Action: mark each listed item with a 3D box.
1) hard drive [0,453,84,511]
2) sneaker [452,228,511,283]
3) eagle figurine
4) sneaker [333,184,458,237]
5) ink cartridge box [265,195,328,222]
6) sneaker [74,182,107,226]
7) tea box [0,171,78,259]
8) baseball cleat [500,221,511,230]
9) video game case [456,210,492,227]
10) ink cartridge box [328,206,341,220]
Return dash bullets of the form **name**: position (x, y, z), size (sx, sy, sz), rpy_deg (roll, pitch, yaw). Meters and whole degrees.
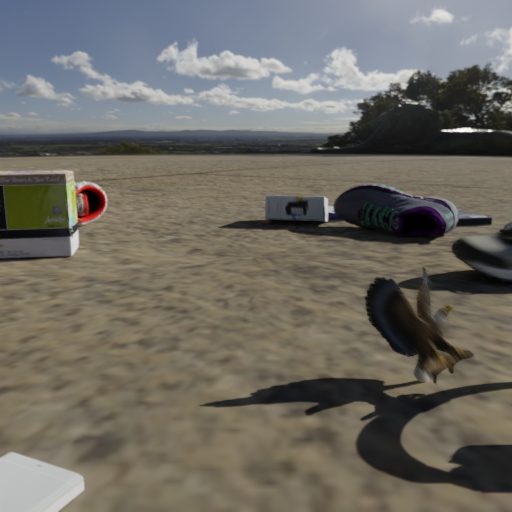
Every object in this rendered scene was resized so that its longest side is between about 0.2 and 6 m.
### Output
- **hard drive**: position (-1.332, 1.256, 2.692), size (0.553, 0.110, 0.839), rpy_deg (6, 13, 24)
- **sneaker**: position (3.722, -0.218, 7.227), size (2.462, 0.976, 0.910), rpy_deg (-3, 22, -6)
- **eagle figurine**: position (1.239, 0.506, 4.192), size (0.780, 0.589, 0.592), rpy_deg (56, 10, 34)
- **sneaker**: position (2.437, -0.807, 10.354), size (2.366, 0.880, 1.035), rpy_deg (8, 20, 29)
- **ink cartridge box**: position (0.854, -0.974, 11.563), size (1.206, 0.500, 0.879), rpy_deg (2, 3, 11)
- **sneaker**: position (-4.403, -1.044, 11.018), size (1.573, 0.980, 2.935), rpy_deg (7, 11, 39)
- **tea box**: position (-3.479, -0.659, 8.612), size (1.296, 1.275, 0.866), rpy_deg (-2, 12, -10)
- **baseball cleat**: position (5.011, -0.411, 8.579), size (2.344, 0.818, 1.248), rpy_deg (4, 13, 13)
- **video game case**: position (3.818, -0.878, 12.135), size (1.481, 0.197, 2.073), rpy_deg (-3, 12, -13)
- **ink cartridge box**: position (1.731, -0.925, 12.311), size (0.948, 0.225, 0.959), rpy_deg (9, 17, 30)
